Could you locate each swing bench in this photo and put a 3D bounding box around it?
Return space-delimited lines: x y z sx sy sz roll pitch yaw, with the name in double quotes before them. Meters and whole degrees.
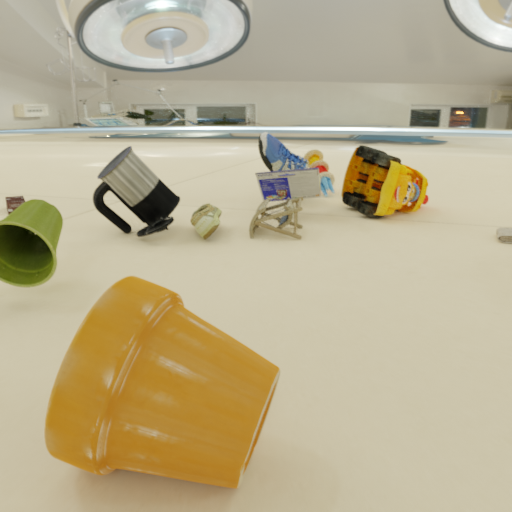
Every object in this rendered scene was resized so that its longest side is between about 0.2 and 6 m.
"swing bench" 0.403 -0.752 10.974 1.022 0.663 1.017 1 17 5

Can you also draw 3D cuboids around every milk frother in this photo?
"milk frother" -2.231 -1.146 10.614 1.362 1.420 1.510 -54 27 -20

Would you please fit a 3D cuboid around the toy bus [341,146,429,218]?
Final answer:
"toy bus" 3.205 -1.560 12.901 2.011 1.422 2.095 12 15 -16

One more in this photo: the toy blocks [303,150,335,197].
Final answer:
"toy blocks" 1.388 -2.093 15.310 1.400 0.610 1.679 -18 44 3

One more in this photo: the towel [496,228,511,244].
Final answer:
"towel" 5.078 -0.354 10.467 1.096 0.189 0.726 5 16 19

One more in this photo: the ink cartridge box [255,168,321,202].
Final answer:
"ink cartridge box" 0.725 -1.641 12.324 1.346 0.320 1.362 -3 -24 8

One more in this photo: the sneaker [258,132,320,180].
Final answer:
"sneaker" 0.818 -2.325 13.869 0.821 2.132 0.807 -14 49 35

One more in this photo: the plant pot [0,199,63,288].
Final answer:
"plant pot" -3.079 -0.265 7.605 1.032 1.032 0.980 0 34 1

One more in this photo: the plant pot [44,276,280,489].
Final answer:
"plant pot" -0.558 1.003 4.039 1.276 1.394 1.394 19 19 8

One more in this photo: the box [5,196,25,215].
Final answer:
"box" -5.643 -1.197 13.143 0.408 0.306 0.816 -8 20 -26

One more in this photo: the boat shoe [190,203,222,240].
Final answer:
"boat shoe" -1.039 -0.766 10.912 0.496 0.575 1.577 42 12 -15
